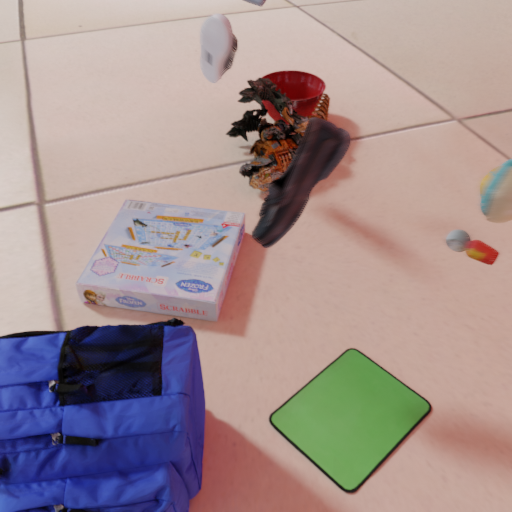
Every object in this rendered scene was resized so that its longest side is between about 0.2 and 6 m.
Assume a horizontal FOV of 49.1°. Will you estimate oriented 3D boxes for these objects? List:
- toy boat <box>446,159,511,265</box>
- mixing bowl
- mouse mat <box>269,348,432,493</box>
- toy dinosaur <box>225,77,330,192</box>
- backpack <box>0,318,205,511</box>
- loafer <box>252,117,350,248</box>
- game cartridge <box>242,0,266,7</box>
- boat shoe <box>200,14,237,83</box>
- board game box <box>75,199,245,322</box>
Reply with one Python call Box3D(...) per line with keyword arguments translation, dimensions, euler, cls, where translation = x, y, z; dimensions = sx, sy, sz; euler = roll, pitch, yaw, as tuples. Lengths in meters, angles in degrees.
Box3D(translation=(3.566, -0.720, 8.488), dimensions=(0.792, 1.704, 1.432), euler=(32, 24, 27), cls="toy boat")
Box3D(translation=(0.969, -4.369, 15.818), dimensions=(1.903, 1.030, 1.903), euler=(0, 43, 0), cls="mixing bowl")
Box3D(translation=(1.505, 2.500, 8.907), dimensions=(2.168, 0.082, 1.744), euler=(-33, 51, -30), cls="mouse mat")
Box3D(translation=(0.689, -3.049, 14.204), dimensions=(2.536, 1.908, 3.736), euler=(39, 36, 8), cls="toy dinosaur")
Box3D(translation=(-2.375, 2.333, 7.182), dimensions=(3.245, 2.637, 2.723), euler=(0, 45, -1), cls="backpack")
Box3D(translation=(0.467, -1.038, 7.882), dimensions=(0.641, 2.035, 0.731), euler=(27, 24, -25), cls="loafer")
Box3D(translation=(0.091, -5.621, 11.594), dimensions=(0.547, 0.820, 0.166), euler=(26, 9, 17), cls="game cartridge")
Box3D(translation=(-0.704, -4.376, 11.641), dimensions=(0.702, 1.957, 0.663), euler=(44, 72, 7), cls="boat shoe")
Box3D(translation=(-1.793, -0.010, 11.312), dimensions=(2.725, 0.561, 2.718), euler=(8, 43, 8), cls="board game box")
